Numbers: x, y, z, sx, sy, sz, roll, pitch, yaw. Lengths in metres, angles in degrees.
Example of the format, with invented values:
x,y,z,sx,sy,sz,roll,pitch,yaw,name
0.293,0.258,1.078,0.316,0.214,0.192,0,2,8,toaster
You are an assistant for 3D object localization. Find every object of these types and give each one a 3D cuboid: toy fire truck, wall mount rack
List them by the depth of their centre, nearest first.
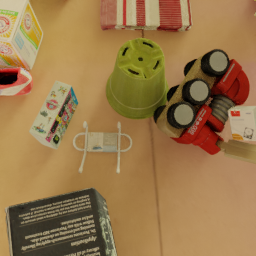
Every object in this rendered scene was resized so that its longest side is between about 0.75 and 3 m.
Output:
x,y,z,sx,sy,sz,roll,pitch,yaw,name
2.572,-0.349,7.484,2.876,1.850,2.531,36,81,-12,toy fire truck
-0.726,0.550,7.599,1.675,0.625,1.456,1,72,1,wall mount rack

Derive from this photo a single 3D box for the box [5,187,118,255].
x,y,z,sx,sy,sz,roll,pitch,yaw,name
-1.062,2.829,5.732,1.683,2.715,2.669,-12,72,-4,box

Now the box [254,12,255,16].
x,y,z,sx,sy,sz,roll,pitch,yaw,name
4.762,-3.775,9.133,0.765,0.421,0.870,-40,77,-12,box

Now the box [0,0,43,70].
x,y,z,sx,sy,sz,roll,pitch,yaw,name
-4.225,-2.912,8.225,2.852,1.604,1.445,10,72,2,box

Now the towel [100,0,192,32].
x,y,z,sx,sy,sz,roll,pitch,yaw,name
0.571,-4.147,9.324,2.965,0.337,2.136,0,70,-2,towel

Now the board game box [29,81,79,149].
x,y,z,sx,sy,sz,roll,pitch,yaw,name
-1.950,-0.322,7.612,0.499,1.145,1.551,19,73,6,board game box

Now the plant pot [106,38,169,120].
x,y,z,sx,sy,sz,roll,pitch,yaw,name
0.295,-1.413,7.608,1.913,1.817,1.913,0,73,-1,plant pot

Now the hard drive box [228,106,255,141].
x,y,z,sx,sy,sz,roll,pitch,yaw,name
2.986,-0.119,7.181,0.323,0.655,0.840,-31,112,-39,hard drive box

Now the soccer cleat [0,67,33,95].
x,y,z,sx,sy,sz,roll,pitch,yaw,name
-4.106,-1.234,7.968,2.716,1.039,0.906,-8,72,-3,soccer cleat
